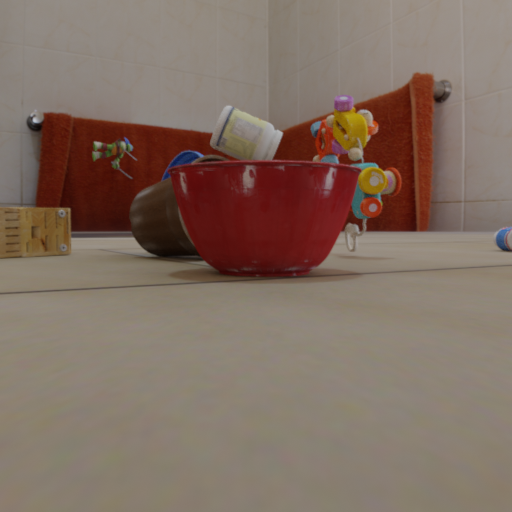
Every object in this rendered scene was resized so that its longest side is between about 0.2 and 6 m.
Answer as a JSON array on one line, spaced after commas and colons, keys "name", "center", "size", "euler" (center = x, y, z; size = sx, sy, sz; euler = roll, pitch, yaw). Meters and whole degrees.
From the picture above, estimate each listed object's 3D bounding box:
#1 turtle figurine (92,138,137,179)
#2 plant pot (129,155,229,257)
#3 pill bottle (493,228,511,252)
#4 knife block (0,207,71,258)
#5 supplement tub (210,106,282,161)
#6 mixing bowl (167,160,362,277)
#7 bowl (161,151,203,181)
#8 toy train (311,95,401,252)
[{"name": "turtle figurine", "center": [-2.746, -1.944, 10.876], "size": [0.779, 0.804, 0.579], "euler": [-5, -4, -25]}, {"name": "plant pot", "center": [-1.255, -0.763, 10.254], "size": [1.813, 1.831, 1.831], "euler": [-6, -2, 44]}, {"name": "pill bottle", "center": [5.844, -0.380, 12.868], "size": [0.562, 0.562, 1.002], "euler": [0, 3, -1]}, {"name": "knife block", "center": [-5.513, -0.477, 10.871], "size": [2.607, 0.950, 2.970], "euler": [4, 6, 37]}, {"name": "supplement tub", "center": [-0.172, -2.091, 9.952], "size": [1.116, 0.809, 0.809], "euler": [23, 1, -5]}, {"name": "mixing bowl", "center": [0.090, -0.429, 7.054], "size": [2.413, 1.307, 2.413], "euler": [1, 2, 0]}, {"name": "bowl", "center": [-1.505, -1.238, 12.257], "size": [0.410, 2.089, 2.089], "euler": [10, -4, -39]}, {"name": "toy train", "center": [1.938, -1.759, 10.943], "size": [0.866, 3.112, 2.338], "euler": [-9, -27, -9]}]
